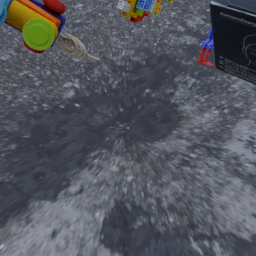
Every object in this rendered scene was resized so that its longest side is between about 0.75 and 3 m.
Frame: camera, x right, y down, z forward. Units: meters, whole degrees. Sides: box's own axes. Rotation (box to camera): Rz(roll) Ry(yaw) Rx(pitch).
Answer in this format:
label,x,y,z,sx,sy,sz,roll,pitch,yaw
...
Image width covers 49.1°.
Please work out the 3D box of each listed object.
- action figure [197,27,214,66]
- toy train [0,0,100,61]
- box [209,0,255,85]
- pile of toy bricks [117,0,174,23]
label,x,y,z,sx,sy,sz,roll,pitch,yaw
action figure,2.018,-2.284,6.321,0.439,1.700,0.556,7,23,-7
toy train,-1.706,-2.008,5.782,2.978,1.261,1.723,26,18,-25
box,2.375,-1.520,4.208,1.784,2.403,1.287,30,92,20
pile of toy bricks,1.065,-4.053,7.289,1.608,2.898,1.431,32,16,34
